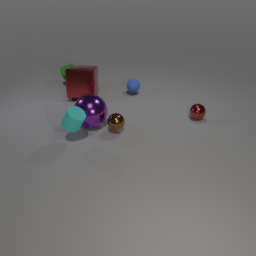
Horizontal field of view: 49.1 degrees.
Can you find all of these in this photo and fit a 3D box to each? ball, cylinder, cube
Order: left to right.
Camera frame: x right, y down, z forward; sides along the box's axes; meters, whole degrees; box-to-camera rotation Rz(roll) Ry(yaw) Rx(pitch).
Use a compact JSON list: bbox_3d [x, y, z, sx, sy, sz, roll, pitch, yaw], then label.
[{"bbox_3d":[-3.251,-3.087,15.325,0.700,0.700,0.700,-19,30,6],"label":"cylinder"},{"bbox_3d":[-1.980,-0.321,10.181,0.700,0.700,0.700,22,39,-19],"label":"cylinder"},{"bbox_3d":[-2.278,-2.345,14.071,1.400,1.400,1.400,1,20,1],"label":"cube"},{"bbox_3d":[-1.533,-0.684,11.468,1.400,1.400,1.400,0,30,0],"label":"ball"},{"bbox_3d":[-0.470,-0.252,11.140,0.700,0.700,0.700,0,30,0],"label":"ball"},{"bbox_3d":[0.280,-2.189,14.424,0.700,0.700,0.700,0,30,0],"label":"ball"},{"bbox_3d":[3.025,-0.711,12.164,0.700,0.700,0.700,0,30,0],"label":"ball"}]
